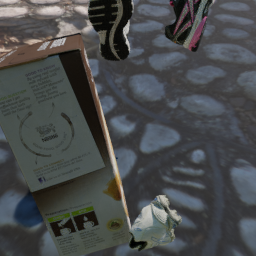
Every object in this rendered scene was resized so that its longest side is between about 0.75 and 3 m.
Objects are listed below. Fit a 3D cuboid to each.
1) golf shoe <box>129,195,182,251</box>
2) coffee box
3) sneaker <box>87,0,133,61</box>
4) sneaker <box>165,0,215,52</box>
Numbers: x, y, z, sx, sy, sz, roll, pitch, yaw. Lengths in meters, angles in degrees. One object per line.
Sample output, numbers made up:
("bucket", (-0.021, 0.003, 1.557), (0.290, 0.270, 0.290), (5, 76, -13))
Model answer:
("golf shoe", (0.266, 1.358, 3.734), (0.667, 1.373, 0.538), (-32, 59, -15))
("coffee box", (-0.788, 0.210, 3.888), (1.060, 2.659, 1.521), (-15, 26, -3))
("sneaker", (-0.296, -1.935, 4.746), (0.705, 1.911, 0.765), (-1, 72, -3))
("sneaker", (1.659, -3.360, 7.185), (1.101, 1.024, 2.550), (20, 93, 11))
